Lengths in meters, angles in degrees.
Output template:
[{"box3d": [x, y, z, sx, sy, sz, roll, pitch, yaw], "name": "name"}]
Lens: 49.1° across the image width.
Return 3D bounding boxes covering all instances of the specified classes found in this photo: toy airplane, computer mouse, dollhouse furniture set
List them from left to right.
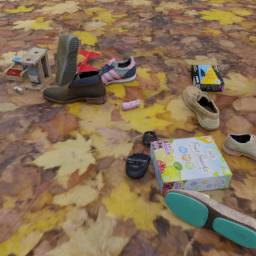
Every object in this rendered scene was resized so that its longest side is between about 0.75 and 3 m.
[{"box3d": [-5.062, -2.901, 13.509, 2.146, 1.512, 1.504, 9, 41, 9], "name": "dollhouse furniture set"}, {"box3d": [-2.321, -3.393, 14.856, 2.811, 0.517, 2.811, 1, 41, -1], "name": "toy airplane"}, {"box3d": [0.540, 0.935, 9.975, 0.762, 0.443, 2.600, 6, 34, 20], "name": "computer mouse"}]

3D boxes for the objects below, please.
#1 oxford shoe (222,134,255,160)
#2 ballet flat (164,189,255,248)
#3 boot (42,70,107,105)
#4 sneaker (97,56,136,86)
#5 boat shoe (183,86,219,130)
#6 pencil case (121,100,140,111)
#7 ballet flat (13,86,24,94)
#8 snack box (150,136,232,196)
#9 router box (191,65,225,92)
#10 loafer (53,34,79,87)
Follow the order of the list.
[{"box3d": [4.495, 0.639, 9.945, 2.086, 0.770, 0.738, 4, 41, 5], "name": "oxford shoe"}, {"box3d": [2.370, 2.422, 7.942, 2.766, 0.942, 0.930, 26, 26, 20], "name": "ballet flat"}, {"box3d": [-2.414, -1.909, 12.407, 2.961, 1.435, 1.106, 2, 41, 2], "name": "boot"}, {"box3d": [-1.039, -2.758, 13.556, 3.000, 1.230, 1.052, -16, 43, -18], "name": "sneaker"}, {"box3d": [3.163, -1.108, 11.878, 1.001, 0.906, 2.809, -9, 41, -10], "name": "boat shoe"}, {"box3d": [0.121, -1.004, 12.194, 0.836, 0.366, 0.366, -15, 43, -15], "name": "pencil case"}, {"box3d": [-5.193, -1.839, 13.250, 0.765, 0.244, 0.258, 28, 48, 29], "name": "ballet flat"}, {"box3d": [1.999, 1.192, 9.324, 2.208, 0.747, 1.862, -5, 40, -8], "name": "snack box"}, {"box3d": [3.879, -2.477, 13.811, 1.373, 0.470, 1.841, 2, 41, 3], "name": "router box"}, {"box3d": [-2.076, -2.240, 9.214, 0.642, 1.844, 0.693, 34, 31, 22], "name": "loafer"}]
